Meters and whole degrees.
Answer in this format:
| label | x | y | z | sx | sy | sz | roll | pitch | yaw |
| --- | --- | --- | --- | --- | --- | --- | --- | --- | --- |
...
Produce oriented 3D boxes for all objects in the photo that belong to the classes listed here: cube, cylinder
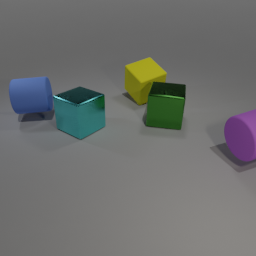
| label | x | y | z | sx | sy | sz | roll | pitch | yaw |
| --- | --- | --- | --- | --- | --- | --- | --- | --- | --- |
| cube | 1.543 | -0.926 | 11.296 | 1.400 | 1.400 | 1.400 | 7 | 32 | 9 |
| cylinder | -3.892 | -1.327 | 11.386 | 1.400 | 1.400 | 1.400 | -6 | 30 | -5 |
| cube | -1.844 | -0.632 | 10.819 | 1.400 | 1.400 | 1.400 | 21 | 35 | 33 |
| cube | 0.779 | -2.192 | 13.082 | 1.400 | 1.400 | 1.400 | -23 | 54 | -21 |
| cylinder | 3.914 | 0.147 | 8.461 | 1.400 | 1.400 | 1.400 | -16 | 33 | -15 |
